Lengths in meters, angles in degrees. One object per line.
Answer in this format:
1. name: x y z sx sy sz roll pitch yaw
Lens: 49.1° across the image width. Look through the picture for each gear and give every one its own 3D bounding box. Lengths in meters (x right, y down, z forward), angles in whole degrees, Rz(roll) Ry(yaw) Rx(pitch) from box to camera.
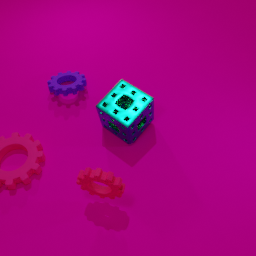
1. gear: -3.316 0.921 8.133 1.714 0.317 1.714 0 54 0
2. gear: -2.103 -1.557 9.696 1.304 0.241 1.304 -2 40 1
3. gear: -0.665 1.369 6.843 1.172 1.172 0.217 11 53 8

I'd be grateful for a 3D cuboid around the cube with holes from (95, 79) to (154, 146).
1. cube with holes: -0.047 -0.453 8.455 1.198 1.198 1.198 34 70 21
